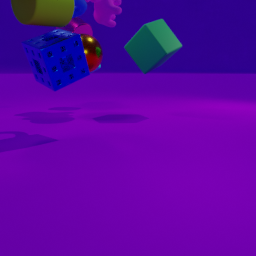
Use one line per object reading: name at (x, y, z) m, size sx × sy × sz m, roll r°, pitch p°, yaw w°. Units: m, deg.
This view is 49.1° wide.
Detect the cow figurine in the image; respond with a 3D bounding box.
cow figurine at (-1.040, -4.528, 10.298) m, size 1.588 × 0.886 × 1.614 m, roll 6°, pitch -26°, yaw -20°

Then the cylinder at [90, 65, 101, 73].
cylinder at (-1.801, -2.786, 11.980) m, size 0.942 × 0.942 × 0.942 m, roll -26°, pitch 8°, yaw 12°

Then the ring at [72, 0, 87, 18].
ring at (-1.706, -3.119, 7.155) m, size 1.307 × 0.261 × 1.307 m, roll -3°, pitch 2°, yaw 0°

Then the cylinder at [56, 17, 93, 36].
cylinder at (-2.030, -3.677, 10.594) m, size 1.019 × 1.019 × 1.019 m, roll -13°, pitch 48°, yaw -47°

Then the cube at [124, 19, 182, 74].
cube at (0.875, -2.823, 9.718) m, size 1.207 × 1.207 × 1.207 m, roll -36°, pitch 1°, yaw 45°

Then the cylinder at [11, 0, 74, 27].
cylinder at (-1.802, -2.666, 5.937) m, size 0.955 × 0.955 × 0.955 m, roll 9°, pitch 18°, yaw 38°

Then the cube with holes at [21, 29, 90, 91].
cube with holes at (-1.677, -1.624, 6.580) m, size 0.993 × 0.993 × 0.993 m, roll -33°, pitch 41°, yaw -28°

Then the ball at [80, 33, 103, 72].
ball at (-1.494, -2.498, 9.424) m, size 1.296 × 1.296 × 1.296 m, roll 0°, pitch 12°, yaw 0°
